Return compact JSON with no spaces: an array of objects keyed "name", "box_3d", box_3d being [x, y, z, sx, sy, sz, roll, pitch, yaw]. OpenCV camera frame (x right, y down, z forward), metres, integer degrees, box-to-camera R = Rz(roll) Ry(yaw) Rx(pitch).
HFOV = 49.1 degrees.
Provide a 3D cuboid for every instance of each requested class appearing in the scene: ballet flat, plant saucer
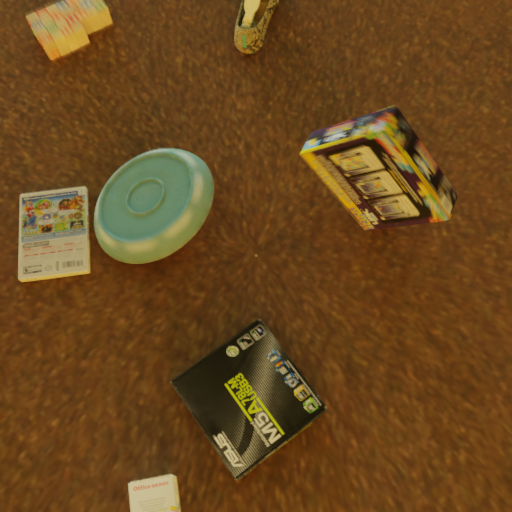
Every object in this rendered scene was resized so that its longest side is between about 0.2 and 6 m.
[{"name":"ballet flat","box_3d":[0.040,-5.673,12.395,0.849,0.942,2.503,10,68,8]},{"name":"plant saucer","box_3d":[-1.986,-1.038,10.370,2.487,0.341,2.487,-9,60,16]}]

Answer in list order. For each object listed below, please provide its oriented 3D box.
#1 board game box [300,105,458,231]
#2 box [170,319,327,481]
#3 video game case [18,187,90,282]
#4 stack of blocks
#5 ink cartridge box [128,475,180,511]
[{"name":"board game box","box_3d":[2.113,-1.395,9.633,2.177,1.799,0.617,44,60,-30]},{"name":"box","box_3d":[-0.134,2.355,9.355,1.875,0.461,1.941,-32,71,-15]},{"name":"video game case","box_3d":[-3.845,-0.437,10.667,1.289,0.162,1.800,-8,68,-3]},{"name":"stack of blocks","box_3d":[-4.085,-5.160,12.432,1.651,0.484,0.951,-31,71,-12]},{"name":"ink cartridge box","box_3d":[-1.552,3.983,8.699,0.732,0.424,0.991,-9,66,-4]}]
